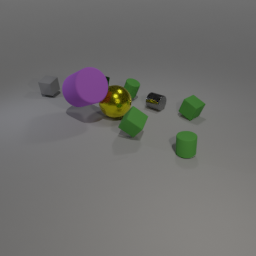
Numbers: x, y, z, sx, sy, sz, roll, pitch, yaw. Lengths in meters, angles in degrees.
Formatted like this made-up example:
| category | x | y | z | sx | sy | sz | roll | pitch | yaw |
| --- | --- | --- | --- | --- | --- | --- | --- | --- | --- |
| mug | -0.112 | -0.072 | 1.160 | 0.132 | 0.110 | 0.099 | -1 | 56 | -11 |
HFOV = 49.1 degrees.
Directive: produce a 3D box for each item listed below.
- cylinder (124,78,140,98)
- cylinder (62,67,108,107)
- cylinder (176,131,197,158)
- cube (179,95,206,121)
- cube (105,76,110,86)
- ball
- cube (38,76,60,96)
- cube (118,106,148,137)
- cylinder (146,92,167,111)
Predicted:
| category | x | y | z | sx | sy | sz | roll | pitch | yaw |
| --- | --- | --- | --- | --- | --- | --- | --- | --- | --- |
| cylinder | 0.149 | -1.899 | 13.397 | 0.700 | 0.700 | 0.700 | 15 | 38 | -12 |
| cylinder | -1.723 | -1.593 | 11.164 | 1.400 | 1.400 | 1.400 | -21 | 10 | -33 |
| cylinder | 1.984 | 0.559 | 9.529 | 0.700 | 0.700 | 0.700 | -2 | 27 | 1 |
| cube | 2.712 | -0.866 | 11.901 | 0.700 | 0.700 | 0.700 | -26 | 58 | -38 |
| cube | -1.410 | -2.245 | 14.045 | 0.700 | 0.700 | 0.700 | 9 | -1 | -30 |
| ball | -0.540 | -1.113 | 11.851 | 1.400 | 1.400 | 1.400 | 0 | 29 | 0 |
| cube | -3.895 | -2.103 | 13.872 | 0.700 | 0.700 | 0.700 | 10 | 40 | 17 |
| cube | 0.190 | -0.225 | 10.208 | 0.700 | 0.700 | 0.700 | 34 | 51 | -11 |
| cylinder | 1.273 | -1.203 | 12.688 | 0.700 | 0.700 | 0.700 | 22 | 36 | 33 |
